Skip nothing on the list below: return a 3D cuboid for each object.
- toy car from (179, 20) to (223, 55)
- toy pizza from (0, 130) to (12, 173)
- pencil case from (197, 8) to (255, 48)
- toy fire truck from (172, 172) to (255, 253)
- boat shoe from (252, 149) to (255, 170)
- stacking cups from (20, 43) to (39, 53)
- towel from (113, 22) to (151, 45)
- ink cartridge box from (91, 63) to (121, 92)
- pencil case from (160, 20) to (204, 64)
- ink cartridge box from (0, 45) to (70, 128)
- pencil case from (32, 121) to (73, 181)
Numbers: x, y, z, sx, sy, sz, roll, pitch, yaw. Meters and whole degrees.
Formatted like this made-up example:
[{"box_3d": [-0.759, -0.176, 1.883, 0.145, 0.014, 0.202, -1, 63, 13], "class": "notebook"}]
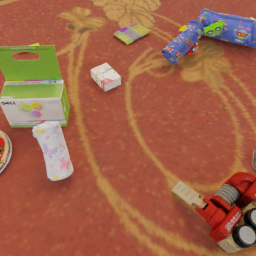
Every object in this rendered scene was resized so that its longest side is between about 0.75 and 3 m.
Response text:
[{"box_3d": [3.148, -3.933, 11.882, 1.847, 0.438, 1.962, -18, 48, 23], "class": "toy car"}, {"box_3d": [-4.744, 0.817, 8.534, 2.294, 0.363, 2.294, 0, 52, 0], "class": "toy pizza"}, {"box_3d": [4.356, -4.358, 12.096, 2.853, 1.239, 1.113, 21, 55, 17], "class": "pencil case"}, {"box_3d": [2.399, 1.851, 7.301, 2.145, 1.380, 1.888, 42, 63, 16], "class": "toy fire truck"}, {"box_3d": [3.946, 0.928, 8.502, 0.284, 0.284, 0.785, 7, 52, 6], "class": "boat shoe"}, {"box_3d": [-4.233, -3.382, 11.967, 0.933, 0.282, 0.282, -19, 54, -8], "class": "stacking cups"}, {"box_3d": [0.199, -4.319, 12.743, 1.507, 0.172, 1.082, -36, 61, -24], "class": "towel"}, {"box_3d": [-0.855, -1.950, 10.694, 0.748, 0.422, 1.021, -29, 57, -21], "class": "ink cartridge box"}, {"box_3d": [2.205, -3.468, 11.359, 1.972, 0.770, 0.857, -47, 38, -8], "class": "pencil case"}, {"box_3d": [-3.008, -1.196, 8.711, 1.910, 2.585, 0.979, -2, 52, -2], "class": "ink cartridge box"}, {"box_3d": [-2.086, 0.632, 7.870, 0.760, 1.675, 0.696, -28, 20, -39], "class": "pencil case"}]
